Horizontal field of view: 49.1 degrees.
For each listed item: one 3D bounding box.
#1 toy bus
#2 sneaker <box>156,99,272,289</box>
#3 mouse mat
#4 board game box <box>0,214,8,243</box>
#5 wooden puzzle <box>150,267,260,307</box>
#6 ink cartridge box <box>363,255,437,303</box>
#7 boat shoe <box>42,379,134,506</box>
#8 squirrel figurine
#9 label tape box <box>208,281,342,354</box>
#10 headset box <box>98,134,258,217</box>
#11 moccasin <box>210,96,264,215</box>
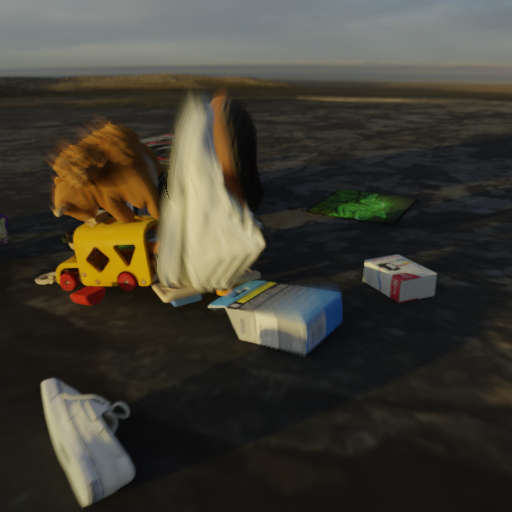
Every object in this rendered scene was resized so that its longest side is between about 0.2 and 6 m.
[{"bbox_3d":[-2.311,-0.134,8.640,2.090,1.080,1.972,-15,20,-26],"label":"toy bus"},{"bbox_3d":[-0.446,-0.753,7.482,1.433,2.490,0.940,8,8,0],"label":"sneaker"},{"bbox_3d":[2.586,-1.222,13.437,2.113,0.099,2.626,10,23,25],"label":"mouse mat"},{"bbox_3d":[-6.620,-0.557,9.090,4.110,0.664,2.467,-2,-12,6],"label":"board game box"},{"bbox_3d":[-0.855,0.390,8.495,1.450,0.362,1.565,-13,14,-21],"label":"wooden puzzle"},{"bbox_3d":[2.220,0.338,8.747,0.689,0.392,0.946,-9,22,-23],"label":"ink cartridge box"},{"bbox_3d":[-1.504,1.572,5.173,0.652,0.565,1.530,-13,26,-31],"label":"boat shoe"},{"bbox_3d":[-2.183,-1.086,7.699,1.450,1.554,1.100,-14,58,6],"label":"squirrel figurine"},{"bbox_3d":[0.263,0.765,7.468,1.468,0.485,1.052,5,19,33],"label":"label tape box"},{"bbox_3d":[-1.894,-1.993,13.515,2.851,1.439,3.836,12,23,28],"label":"headset box"},{"bbox_3d":[-0.577,-1.986,11.280,1.189,1.127,3.080,17,-20,15],"label":"moccasin"}]
